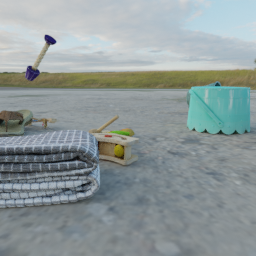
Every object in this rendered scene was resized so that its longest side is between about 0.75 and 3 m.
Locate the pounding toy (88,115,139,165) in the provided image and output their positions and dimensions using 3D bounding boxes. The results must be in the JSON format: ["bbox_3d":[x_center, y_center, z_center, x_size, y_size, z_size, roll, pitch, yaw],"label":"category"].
[{"bbox_3d":[-0.538,0.209,6.569,1.002,1.005,1.753,-4,10,-44],"label":"pounding toy"}]

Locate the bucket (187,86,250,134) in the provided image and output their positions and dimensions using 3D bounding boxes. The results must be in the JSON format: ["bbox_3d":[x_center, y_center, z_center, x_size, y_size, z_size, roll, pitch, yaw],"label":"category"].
[{"bbox_3d":[3.326,-0.730,10.315,2.403,1.564,2.403,0,9,0],"label":"bucket"}]

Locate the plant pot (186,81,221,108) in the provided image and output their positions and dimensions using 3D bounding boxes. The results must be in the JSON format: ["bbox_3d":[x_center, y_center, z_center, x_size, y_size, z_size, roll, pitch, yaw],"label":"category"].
[{"bbox_3d":[4.338,-1.682,15.928,1.668,1.703,1.703,-3,6,36],"label":"plant pot"}]

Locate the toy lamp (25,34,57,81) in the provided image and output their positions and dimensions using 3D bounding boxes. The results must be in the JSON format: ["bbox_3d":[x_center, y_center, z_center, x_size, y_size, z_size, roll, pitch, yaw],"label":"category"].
[{"bbox_3d":[-3.888,-3.017,12.334,0.641,2.202,0.641,32,27,-19],"label":"toy lamp"}]

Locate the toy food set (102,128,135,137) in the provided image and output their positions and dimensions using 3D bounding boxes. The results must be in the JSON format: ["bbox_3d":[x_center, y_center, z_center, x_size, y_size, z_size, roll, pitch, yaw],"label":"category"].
[{"bbox_3d":[-0.393,0.165,8.690,1.207,0.351,1.748,0,10,3],"label":"toy food set"}]

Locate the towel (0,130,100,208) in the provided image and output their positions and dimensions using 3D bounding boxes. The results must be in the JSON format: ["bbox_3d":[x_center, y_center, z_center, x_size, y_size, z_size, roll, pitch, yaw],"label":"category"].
[{"bbox_3d":[-1.579,0.556,4.852,2.170,0.929,1.797,-2,9,-8],"label":"towel"}]

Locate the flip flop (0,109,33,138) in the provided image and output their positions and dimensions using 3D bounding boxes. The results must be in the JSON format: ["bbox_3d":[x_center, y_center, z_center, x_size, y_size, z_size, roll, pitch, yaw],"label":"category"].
[{"bbox_3d":[-3.884,-0.268,9.332,1.147,0.814,2.828,0,20,-2],"label":"flip flop"}]

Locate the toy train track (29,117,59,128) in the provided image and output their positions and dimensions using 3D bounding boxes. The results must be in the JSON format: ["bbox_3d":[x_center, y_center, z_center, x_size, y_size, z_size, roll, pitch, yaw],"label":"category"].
[{"bbox_3d":[-3.368,-0.171,10.676,1.862,0.303,1.068,-2,-6,41],"label":"toy train track"}]
